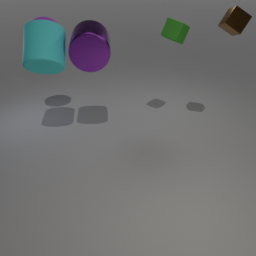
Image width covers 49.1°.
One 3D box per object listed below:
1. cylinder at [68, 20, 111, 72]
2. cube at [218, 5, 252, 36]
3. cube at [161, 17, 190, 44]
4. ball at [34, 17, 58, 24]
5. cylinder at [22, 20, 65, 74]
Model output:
[{"bbox_3d":[-1.327,-2.880,9.820,1.400,1.400,1.400,-2,37,-4],"label":"cylinder"},{"bbox_3d":[3.743,-3.751,9.849,0.700,0.700,0.700,31,11,-9],"label":"cube"},{"bbox_3d":[1.799,-3.679,10.631,0.700,0.700,0.700,33,21,28],"label":"cube"},{"bbox_3d":[-3.314,-3.706,11.207,1.400,1.400,1.400,0,29,0],"label":"ball"},{"bbox_3d":[-2.881,-2.744,9.670,1.400,1.400,1.400,-2,-10,0],"label":"cylinder"}]
